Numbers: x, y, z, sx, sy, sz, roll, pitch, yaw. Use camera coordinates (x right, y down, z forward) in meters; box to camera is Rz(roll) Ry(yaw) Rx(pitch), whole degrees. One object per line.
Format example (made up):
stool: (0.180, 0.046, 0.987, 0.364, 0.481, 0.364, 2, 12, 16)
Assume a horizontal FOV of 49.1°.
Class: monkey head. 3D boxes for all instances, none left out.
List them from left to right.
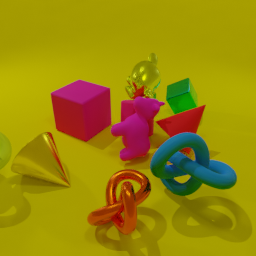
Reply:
monkey head: (0.566, -1.221, 7.729, 1.206, 1.010, 1.676, 31, 50, -28)

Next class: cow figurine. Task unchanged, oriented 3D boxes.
cow figurine: (0.310, -0.009, 6.695, 1.410, 1.433, 0.786, -19, 8, 2)

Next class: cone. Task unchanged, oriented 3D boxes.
cone: (-1.696, 0.908, 6.184, 1.185, 1.180, 1.180, 39, 43, 9)
cone: (1.491, -0.158, 6.886, 1.160, 1.156, 1.156, -45, 38, 6)

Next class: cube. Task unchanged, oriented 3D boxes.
cube: (-1.281, -0.533, 7.905, 1.179, 1.179, 1.179, 19, 37, 28)
cube: (1.660, -0.947, 8.589, 0.741, 0.741, 0.741, -18, 37, 26)

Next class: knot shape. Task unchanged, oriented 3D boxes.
knot shape: (-3.067, 0.211, 5.598, 0.800, 1.620, 1.731, -48, 20, -12)
knot shape: (-0.087, 1.237, 4.978, 0.604, 1.307, 1.223, 43, 51, -13)
knot shape: (1.216, 0.754, 5.195, 1.549, 1.655, 0.765, 11, 63, 9)

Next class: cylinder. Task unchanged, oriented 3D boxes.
cylinder: (0.248, -0.274, 7.521, 0.898, 0.898, 0.898, 2, 11, 0)
